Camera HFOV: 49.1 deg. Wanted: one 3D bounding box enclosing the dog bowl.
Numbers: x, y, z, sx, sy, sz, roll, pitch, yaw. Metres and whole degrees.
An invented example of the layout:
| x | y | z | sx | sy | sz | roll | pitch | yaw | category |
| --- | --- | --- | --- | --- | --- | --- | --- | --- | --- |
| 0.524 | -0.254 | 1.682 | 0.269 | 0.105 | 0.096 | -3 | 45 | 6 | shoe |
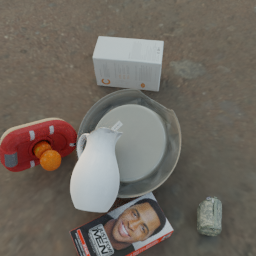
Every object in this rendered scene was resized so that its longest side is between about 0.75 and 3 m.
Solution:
| x | y | z | sx | sy | sz | roll | pitch | yaw | category |
| --- | --- | --- | --- | --- | --- | --- | --- | --- | --- |
| 0.064 | 0.398 | 7.100 | 2.700 | 0.792 | 2.700 | -5 | 74 | 18 | dog bowl |

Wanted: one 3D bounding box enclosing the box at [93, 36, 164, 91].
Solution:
| x | y | z | sx | sy | sz | roll | pitch | yaw | category |
| --- | --- | --- | --- | --- | --- | --- | --- | --- | --- |
| 0.037 | -2.052 | 9.018 | 2.081 | 1.295 | 1.014 | 7 | 59 | 5 | box |

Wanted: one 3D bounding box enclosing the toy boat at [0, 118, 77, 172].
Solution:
| x | y | z | sx | sy | sz | roll | pitch | yaw | category |
| --- | --- | --- | --- | --- | --- | --- | --- | --- | --- |
| -2.104 | 0.574 | 7.051 | 1.945 | 1.269 | 1.271 | -20 | 47 | -36 | toy boat |

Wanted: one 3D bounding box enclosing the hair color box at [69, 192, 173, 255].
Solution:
| x | y | z | sx | sy | sz | roll | pitch | yaw | category |
| --- | --- | --- | --- | --- | --- | --- | --- | --- | --- |
| -0.143 | 2.408 | 6.363 | 2.072 | 0.634 | 1.051 | -23 | 59 | -16 | hair color box |

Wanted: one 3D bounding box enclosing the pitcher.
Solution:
| x | y | z | sx | sy | sz | roll | pitch | yaw | category |
| --- | --- | --- | --- | --- | --- | --- | --- | --- | --- |
| -0.826 | 0.949 | 6.488 | 1.076 | 1.523 | 1.776 | 15 | 77 | -35 | pitcher |

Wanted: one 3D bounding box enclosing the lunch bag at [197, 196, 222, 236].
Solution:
| x | y | z | sx | sy | sz | roll | pitch | yaw | category |
| --- | --- | --- | --- | --- | --- | --- | --- | --- | --- |
| 1.921 | 2.041 | 6.476 | 0.529 | 0.636 | 0.759 | 12 | 58 | 1 | lunch bag |
